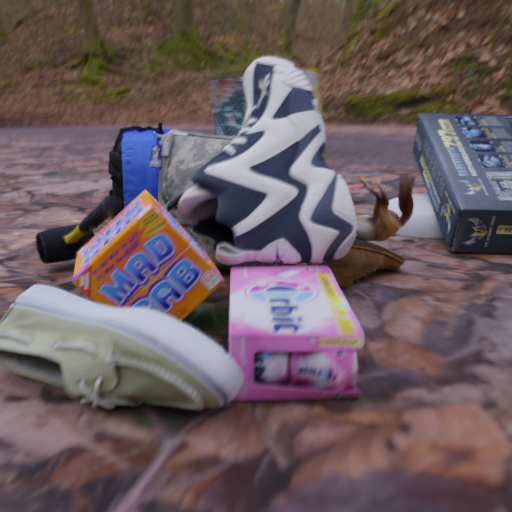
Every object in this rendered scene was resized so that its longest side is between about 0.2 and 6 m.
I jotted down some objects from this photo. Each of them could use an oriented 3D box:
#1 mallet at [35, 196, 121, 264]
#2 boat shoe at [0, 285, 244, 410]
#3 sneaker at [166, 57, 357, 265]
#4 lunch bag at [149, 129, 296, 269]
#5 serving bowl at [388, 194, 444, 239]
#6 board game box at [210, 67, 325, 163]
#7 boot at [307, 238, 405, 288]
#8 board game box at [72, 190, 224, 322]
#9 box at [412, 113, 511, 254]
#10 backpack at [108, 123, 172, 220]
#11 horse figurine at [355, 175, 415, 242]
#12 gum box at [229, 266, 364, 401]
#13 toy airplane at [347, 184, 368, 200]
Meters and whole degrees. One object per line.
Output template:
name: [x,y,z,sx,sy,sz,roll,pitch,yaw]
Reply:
mallet: [-2.458,-0.432,8.392,0.900,0.562,2.732,-15,-3,-41]
boat shoe: [-1.423,1.017,5.324,2.773,0.998,0.860,10,50,31]
sneaker: [-0.235,-1.295,7.666,2.224,3.417,1.364,-11,-21,-12]
lunch bag: [-0.441,-0.956,9.284,2.488,2.087,1.733,5,16,2]
serving bowl: [3.584,-0.926,12.001,2.030,0.668,2.030,-1,16,0]
board game box: [0.284,-1.890,10.661,2.063,3.045,0.527,-4,2,7]
boot: [1.511,0.107,8.646,2.064,0.779,0.760,11,2,-40]
board game box: [-1.295,0.125,6.666,1.187,1.187,1.188,-43,22,0]
box: [5.142,-1.603,11.305,3.219,1.041,4.081,2,37,1]
backpack: [-1.900,-1.574,11.395,2.262,2.190,2.695,-5,17,-7]
horse figurine: [1.727,-0.617,9.122,2.011,1.333,0.502,-16,33,35]
gum box: [0.334,0.765,6.120,1.248,0.727,2.198,-1,16,-2]
toy airplane: [1.661,-1.663,14.891,2.388,0.439,2.388,-3,17,1]
